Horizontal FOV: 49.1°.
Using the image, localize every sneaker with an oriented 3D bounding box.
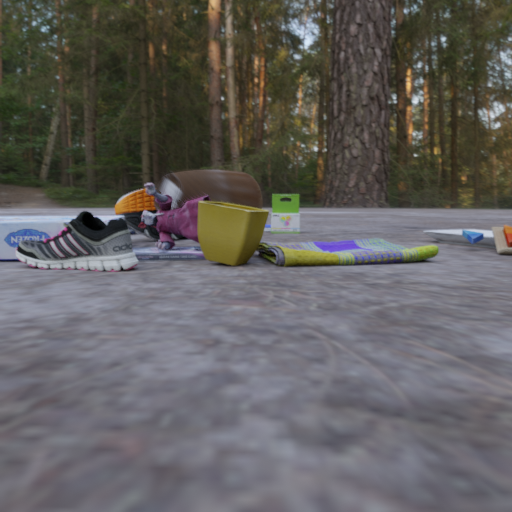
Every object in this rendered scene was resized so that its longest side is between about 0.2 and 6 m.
[{"bbox_3d":[-2.225,-0.199,6.934,1.635,0.715,0.603,2,6,18],"label":"sneaker"},{"bbox_3d":[-1.909,-0.771,11.940,1.298,1.069,2.823,-4,-6,42],"label":"sneaker"}]

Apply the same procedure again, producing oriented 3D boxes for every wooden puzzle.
[{"bbox_3d":[4.387,-0.269,8.794,2.010,0.235,1.356,0,19,10],"label":"wooden puzzle"}]

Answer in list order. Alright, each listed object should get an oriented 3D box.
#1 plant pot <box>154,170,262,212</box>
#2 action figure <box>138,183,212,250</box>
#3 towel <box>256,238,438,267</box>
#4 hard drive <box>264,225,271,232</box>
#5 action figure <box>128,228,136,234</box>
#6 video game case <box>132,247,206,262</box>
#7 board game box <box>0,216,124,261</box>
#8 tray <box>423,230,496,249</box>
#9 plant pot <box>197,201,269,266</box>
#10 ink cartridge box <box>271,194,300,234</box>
[{"bbox_3d":[-0.866,-0.848,9.005,1.335,1.335,1.428,6,-3,43],"label":"plant pot"},{"bbox_3d":[-1.084,-0.547,8.126,1.391,0.932,1.036,4,3,28],"label":"action figure"},{"bbox_3d":[1.169,-0.078,7.980,2.329,0.265,1.672,-1,5,-12],"label":"towel"},{"bbox_3d":[0.003,-0.718,14.624,1.245,0.158,0.821,-1,6,-8],"label":"hard drive"},{"bbox_3d":[-3.132,-0.745,13.451,0.951,0.498,0.920,3,-2,28],"label":"action figure"},{"bbox_3d":[-1.201,-0.035,8.248,1.413,0.134,1.009,0,6,-12],"label":"video game case"},{"bbox_3d":[-3.557,-0.324,8.842,2.718,0.559,2.711,-1,6,-7],"label":"board game box"},{"bbox_3d":[4.244,-0.309,10.301,1.181,0.244,2.199,-4,7,-24],"label":"tray"},{"bbox_3d":[-0.328,-0.278,7.285,0.738,0.755,0.734,11,8,19],"label":"plant pot"},{"bbox_3d":[0.719,-1.030,13.746,0.710,0.960,0.364,0,6,2],"label":"ink cartridge box"}]
